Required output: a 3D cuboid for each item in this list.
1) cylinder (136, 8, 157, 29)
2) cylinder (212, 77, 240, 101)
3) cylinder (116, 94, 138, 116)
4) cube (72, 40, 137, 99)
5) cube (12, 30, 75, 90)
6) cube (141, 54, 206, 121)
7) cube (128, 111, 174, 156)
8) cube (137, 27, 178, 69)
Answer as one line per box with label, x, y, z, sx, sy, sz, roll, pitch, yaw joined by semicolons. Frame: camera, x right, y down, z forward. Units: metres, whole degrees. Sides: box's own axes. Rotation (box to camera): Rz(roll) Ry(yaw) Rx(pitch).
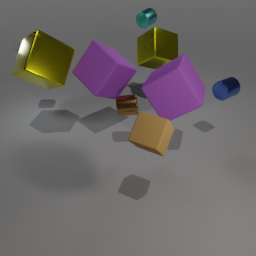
cylinder;0.818;-4.847;12.370;0.700;0.700;0.700;21;47;31
cylinder;3.508;-1.402;10.009;0.700;0.700;0.700;-23;37;-27
cylinder;-0.022;-0.779;9.612;0.700;0.700;0.700;-6;30;4
cube;-0.827;-2.044;10.098;1.400;1.400;1.400;46;21;21
cube;-2.883;-2.246;9.541;1.400;1.400;1.400;21;-10;-36
cube;1.496;-1.272;8.970;1.400;1.400;1.400;-25;20;31
cube;0.527;0.137;6.184;0.700;0.700;0.700;18;-9;23
cube;1.372;-3.654;13.091;1.400;1.400;1.400;4;-7;-32
